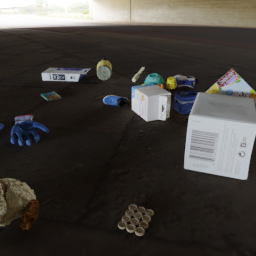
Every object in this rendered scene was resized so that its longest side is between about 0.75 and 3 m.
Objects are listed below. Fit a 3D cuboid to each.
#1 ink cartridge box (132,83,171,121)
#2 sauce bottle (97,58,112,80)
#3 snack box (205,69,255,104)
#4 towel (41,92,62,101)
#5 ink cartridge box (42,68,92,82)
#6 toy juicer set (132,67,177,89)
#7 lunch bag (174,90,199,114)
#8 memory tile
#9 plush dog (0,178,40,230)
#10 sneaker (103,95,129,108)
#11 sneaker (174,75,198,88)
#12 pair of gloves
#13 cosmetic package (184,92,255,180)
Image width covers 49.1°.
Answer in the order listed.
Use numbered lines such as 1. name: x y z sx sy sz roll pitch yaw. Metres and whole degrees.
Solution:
1. ink cartridge box: 0.929 -1.007 11.046 1.014 1.041 1.620 -11 26 -21
2. sauce bottle: -1.420 -3.641 16.831 0.889 0.889 2.747 -2 27 -4
3. snack box: 3.221 -0.875 9.166 1.361 1.614 0.546 48 10 6
4. towel: -3.613 -1.498 13.207 0.731 0.108 0.997 -16 30 -29
5. ink cartridge box: -3.465 -3.082 16.117 2.612 0.512 1.299 2 25 8
6. toy juicer set: 1.148 -2.305 14.431 1.572 0.672 2.471 -36 47 -29
7. lunch bag: 2.485 -1.136 11.591 1.235 0.817 0.839 -7 26 -17
8. memory tile: 0.182 1.938 5.953 0.593 0.065 0.774 11 27 21
9. plush dog: -2.734 1.449 5.657 1.997 1.602 1.715 24 10 41
10. sneaker: -0.523 -1.147 12.079 1.109 0.426 0.617 5 16 -4
11. sneaker: 3.085 -2.432 14.618 1.476 0.596 0.852 -10 25 -23
12. pair of gloves: -4.105 0.187 9.421 2.732 0.311 2.196 -10 29 -18
13. cosmetic package: 2.609 0.121 7.927 1.655 1.653 2.006 9 28 18
